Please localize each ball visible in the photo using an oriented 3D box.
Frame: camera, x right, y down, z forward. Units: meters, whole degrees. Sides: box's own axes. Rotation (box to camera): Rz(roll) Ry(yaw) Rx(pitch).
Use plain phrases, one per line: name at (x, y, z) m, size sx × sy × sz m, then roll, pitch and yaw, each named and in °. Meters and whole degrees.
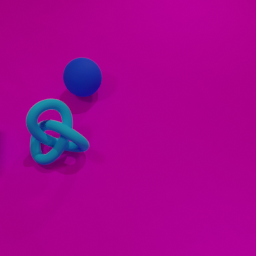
ball at (-1.224, -1.366, 7.559) m, size 1.044 × 1.044 × 1.044 m, roll 0°, pitch 56°, yaw 0°

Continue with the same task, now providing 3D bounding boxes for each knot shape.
knot shape at (-1.779, 0.218, 6.520) m, size 1.559 × 1.459 × 0.720 m, roll 47°, pitch 23°, yaw -12°
